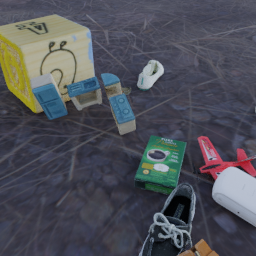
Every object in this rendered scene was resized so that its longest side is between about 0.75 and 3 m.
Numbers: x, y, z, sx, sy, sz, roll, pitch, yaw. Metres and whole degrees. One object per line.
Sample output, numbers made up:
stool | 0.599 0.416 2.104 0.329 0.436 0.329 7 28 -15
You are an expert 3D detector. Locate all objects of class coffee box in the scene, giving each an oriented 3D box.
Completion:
coffee box | 1.014 1.057 8.386 1.211 0.433 1.969 10 39 12

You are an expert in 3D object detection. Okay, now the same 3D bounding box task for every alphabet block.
alphabet block | -3.332 -2.727 11.403 2.868 2.801 2.816 -29 44 -31

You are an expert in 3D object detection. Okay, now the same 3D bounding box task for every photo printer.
photo printer | 2.980 1.713 7.300 1.443 0.501 1.200 31 47 20

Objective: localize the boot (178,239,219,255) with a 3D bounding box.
boot | 1.223 3.164 5.047 2.141 0.789 1.657 -15 58 -40

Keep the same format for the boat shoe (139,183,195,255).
boat shoe | 0.973 2.364 6.279 1.005 0.929 2.721 19 42 23

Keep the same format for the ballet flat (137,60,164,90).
ballet flat | 1.092 -2.629 12.862 0.874 0.874 2.518 14 39 17

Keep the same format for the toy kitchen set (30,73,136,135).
toy kitchen set | -1.471 -0.744 9.461 2.891 1.703 2.316 -19 57 -4

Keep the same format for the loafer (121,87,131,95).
loafer | -0.233 -1.563 11.879 0.923 0.322 0.347 -30 46 -33

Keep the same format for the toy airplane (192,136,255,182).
toy airplane | 2.916 1.082 8.317 2.171 0.399 2.171 1 54 -1
